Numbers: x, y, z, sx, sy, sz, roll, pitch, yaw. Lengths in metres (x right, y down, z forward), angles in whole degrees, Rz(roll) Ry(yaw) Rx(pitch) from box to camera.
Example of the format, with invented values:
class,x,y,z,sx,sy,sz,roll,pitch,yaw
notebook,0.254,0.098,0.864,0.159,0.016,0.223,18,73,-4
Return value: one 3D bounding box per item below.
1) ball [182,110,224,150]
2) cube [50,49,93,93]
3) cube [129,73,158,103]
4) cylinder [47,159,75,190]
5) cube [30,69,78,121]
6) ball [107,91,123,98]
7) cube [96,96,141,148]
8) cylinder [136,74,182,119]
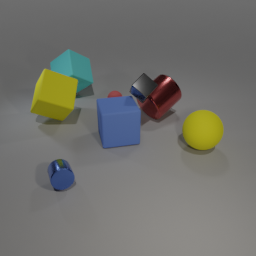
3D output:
class,x,y,z,sx,sy,sz,roll,pitch,yaw
ball,2.614,0.067,9.819,1.400,1.400,1.400,0,31,0
cube,-2.734,-2.692,13.617,1.400,1.400,1.400,-24,-22,32
cube,0.567,-1.475,10.442,0.700,0.700,0.700,42,75,2
cylinder,-2.013,1.381,8.393,0.700,0.700,0.700,-12,23,-19
cube,-3.009,-1.302,11.418,1.400,1.400,1.400,16,64,-26
ball,-0.589,-1.348,12.746,0.700,0.700,0.700,0,31,0
cube,-0.375,-0.257,10.517,1.400,1.400,1.400,-6,30,-11
cylinder,1.314,-1.321,11.939,1.400,1.400,1.400,-42,46,-17
